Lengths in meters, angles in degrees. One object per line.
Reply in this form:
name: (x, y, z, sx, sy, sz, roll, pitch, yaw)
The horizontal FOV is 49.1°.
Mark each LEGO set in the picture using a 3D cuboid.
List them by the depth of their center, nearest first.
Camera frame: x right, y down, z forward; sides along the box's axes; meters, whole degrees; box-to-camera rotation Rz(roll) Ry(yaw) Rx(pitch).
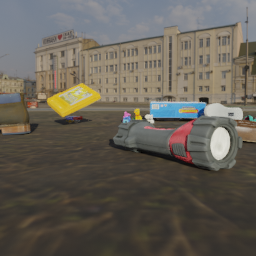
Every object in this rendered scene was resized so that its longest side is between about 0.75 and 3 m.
LEGO set: (0.379, -0.598, 13.844, 1.725, 0.708, 0.658, 3, 7, 27)

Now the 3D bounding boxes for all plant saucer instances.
plant saucer: (3.346, 0.028, 7.981, 2.263, 0.363, 2.263, 4, 10, -1)

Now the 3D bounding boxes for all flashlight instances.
flashlight: (0.754, 0.163, 5.101, 0.851, 0.854, 2.513, 29, -12, -29)

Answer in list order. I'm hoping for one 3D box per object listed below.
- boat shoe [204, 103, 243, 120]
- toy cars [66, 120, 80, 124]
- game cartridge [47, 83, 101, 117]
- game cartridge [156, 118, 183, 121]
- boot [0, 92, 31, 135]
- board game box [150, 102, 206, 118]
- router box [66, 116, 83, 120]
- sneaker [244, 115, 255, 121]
boat shoe: (4.700, -0.740, 14.295, 2.684, 0.966, 0.882, -3, 0, -33)
toy cars: (-2.692, -0.308, 13.700, 0.358, 0.177, 0.798, 11, 7, 34)
game cartridge: (-2.355, -1.241, 11.956, 1.855, 0.301, 1.635, -29, 40, -26)
game cartridge: (2.379, -0.569, 16.037, 1.392, 0.282, 0.928, 3, 3, 26)
boot: (-4.571, -0.469, 8.956, 2.760, 1.338, 1.031, -1, 5, -12)
board game box: (2.685, -1.055, 15.667, 2.869, 0.802, 2.809, 1, 6, 7)
router box: (-3.219, -0.604, 16.735, 0.765, 0.187, 0.687, 5, 7, 42)
sneaker: (5.162, -0.262, 11.578, 0.729, 0.505, 1.207, 12, 10, 20)
